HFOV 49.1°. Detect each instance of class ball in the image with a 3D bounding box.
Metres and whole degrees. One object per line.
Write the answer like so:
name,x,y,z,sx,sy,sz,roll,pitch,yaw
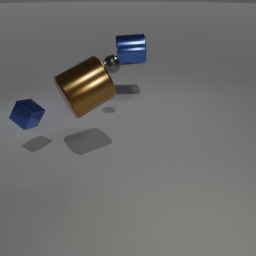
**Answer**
ball,-0.631,-2.515,11.023,0.700,0.700,0.700,0,28,0

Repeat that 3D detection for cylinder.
cylinder,0.137,-3.817,13.651,1.400,1.400,1.400,-5,28,-1
cylinder,-1.298,-1.226,8.452,1.400,1.400,1.400,-32,36,-12

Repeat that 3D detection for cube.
cube,-3.288,-0.455,9.162,0.700,0.700,0.700,37,21,8
